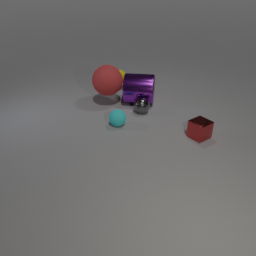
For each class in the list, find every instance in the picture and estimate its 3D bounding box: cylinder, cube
[{"bbox_3d":[0.527,-1.842,13.151,1.400,1.400,1.400,4,30,6],"label":"cylinder"},{"bbox_3d":[2.732,0.041,10.642,0.700,0.700,0.700,-21,36,-31],"label":"cube"}]

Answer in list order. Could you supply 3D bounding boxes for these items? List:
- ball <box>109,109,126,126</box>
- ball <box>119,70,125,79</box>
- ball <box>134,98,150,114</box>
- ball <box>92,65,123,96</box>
[{"bbox_3d":[-0.426,-0.414,11.433,0.700,0.700,0.700,0,30,0],"label":"ball"},{"bbox_3d":[-0.450,-2.657,14.501,0.700,0.700,0.700,0,30,0],"label":"ball"},{"bbox_3d":[0.610,-0.987,12.407,0.700,0.700,0.700,0,30,0],"label":"ball"},{"bbox_3d":[-0.939,-2.178,12.798,1.400,1.400,1.400,0,30,0],"label":"ball"}]
